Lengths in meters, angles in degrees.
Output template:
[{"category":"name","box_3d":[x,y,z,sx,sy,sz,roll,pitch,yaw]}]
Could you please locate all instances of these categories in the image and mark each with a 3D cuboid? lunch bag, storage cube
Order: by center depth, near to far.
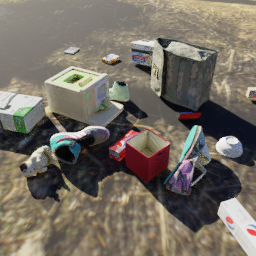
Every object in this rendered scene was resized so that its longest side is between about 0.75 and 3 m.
[{"category":"storage cube","box_3d":[0.626,0.876,9.201,1.050,1.104,1.228,-29,45,-33]},{"category":"lunch bag","box_3d":[2.214,-2.524,12.601,2.980,2.444,1.752,26,44,31]}]

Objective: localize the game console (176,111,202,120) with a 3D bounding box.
[{"category":"game console","box_3d":[2.523,-0.624,11.677,0.900,0.534,0.776,-2,37,-3]}]

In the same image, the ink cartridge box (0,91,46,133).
[{"category":"ink cartridge box","box_3d":[-4.693,-0.678,11.457,2.074,0.862,1.521,9,38,12]}]

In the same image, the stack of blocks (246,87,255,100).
[{"category":"stack of blocks","box_3d":[6.000,-1.564,12.912,0.965,0.556,0.283,1,37,2]}]

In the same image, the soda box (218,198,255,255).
[{"category":"soda box","box_3d":[3.035,2.629,7.333,0.496,0.531,1.558,-12,39,-16]}]

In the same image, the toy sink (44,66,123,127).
[{"category":"toy sink","box_3d":[-1.784,-1.417,11.861,2.796,1.567,1.823,20,41,24]}]

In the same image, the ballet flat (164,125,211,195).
[{"category":"ballet flat","box_3d":[2.132,1.089,9.199,1.018,0.989,2.860,30,48,8]}]

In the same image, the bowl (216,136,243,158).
[{"category":"bowl","box_3d":[3.707,0.599,10.138,0.952,0.428,0.952,1,37,0]}]

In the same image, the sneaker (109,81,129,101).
[{"category":"sneaker","box_3d":[-0.739,-1.798,12.885,1.633,0.963,0.601,6,39,10]}]

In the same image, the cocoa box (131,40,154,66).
[{"category":"cocoa box","box_3d":[1.168,-4.202,15.713,1.745,1.145,1.164,22,35,37]}]

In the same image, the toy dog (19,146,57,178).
[{"category":"toy dog","box_3d":[-3.063,1.137,9.198,1.015,0.730,1.047,10,38,27]}]

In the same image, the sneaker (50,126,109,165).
[{"category":"sneaker","box_3d":[-1.664,0.600,9.705,2.138,0.894,1.291,-12,33,-2]}]

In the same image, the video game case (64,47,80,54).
[{"category":"video game case","box_3d":[-3.561,-4.923,17.793,0.662,0.082,0.925,13,39,17]}]

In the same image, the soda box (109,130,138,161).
[{"category":"soda box","box_3d":[-0.106,0.612,10.114,0.467,0.423,1.334,24,42,27]}]

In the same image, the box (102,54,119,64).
[{"category":"box","box_3d":[-0.994,-4.125,16.623,0.622,0.217,1.045,24,45,29]}]
